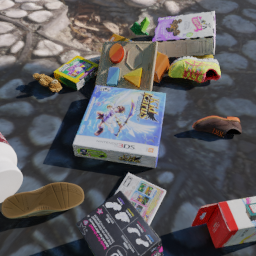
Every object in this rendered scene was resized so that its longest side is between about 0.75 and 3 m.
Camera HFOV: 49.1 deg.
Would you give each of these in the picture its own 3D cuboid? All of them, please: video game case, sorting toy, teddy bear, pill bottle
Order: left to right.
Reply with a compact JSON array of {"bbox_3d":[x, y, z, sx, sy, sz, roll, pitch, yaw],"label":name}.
[{"bbox_3d":[-3.948,0.677,7.392,1.522,1.522,2.694,-35,58,-26],"label":"pill bottle"},{"bbox_3d":[-2.870,-1.697,10.039,0.835,0.384,1.152,14,18,-49],"label":"teddy bear"},{"bbox_3d":[-0.148,-0.172,8.728,2.417,0.606,2.667,8,50,6],"label":"video game case"},{"bbox_3d":[-0.040,-2.655,9.993,2.152,0.429,2.912,4,76,18],"label":"sorting toy"},{"bbox_3d":[0.206,1.898,7.244,1.155,0.150,1.269,23,53,18],"label":"video game case"}]

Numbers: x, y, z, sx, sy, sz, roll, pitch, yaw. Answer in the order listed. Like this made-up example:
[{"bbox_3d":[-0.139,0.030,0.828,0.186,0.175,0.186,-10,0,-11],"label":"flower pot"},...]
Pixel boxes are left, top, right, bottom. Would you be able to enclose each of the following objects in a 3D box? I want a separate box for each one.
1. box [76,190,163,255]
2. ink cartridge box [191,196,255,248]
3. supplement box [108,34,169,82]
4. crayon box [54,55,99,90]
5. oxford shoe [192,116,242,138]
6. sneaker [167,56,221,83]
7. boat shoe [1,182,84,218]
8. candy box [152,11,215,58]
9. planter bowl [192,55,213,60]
[{"bbox_3d":[-0.100,2.337,5.646,1.083,1.888,1.248,-35,57,-16],"label":"box"},{"bbox_3d":[2.567,2.140,6.377,1.987,1.154,0.668,-8,50,-7],"label":"ink cartridge box"},{"bbox_3d":[0.290,-2.659,10.570,2.464,0.848,0.820,28,80,24],"label":"supplement box"},{"bbox_3d":[-1.906,-2.102,10.525,1.136,0.384,1.317,28,54,23],"label":"crayon box"},{"bbox_3d":[2.776,-0.013,8.656,1.520,0.541,0.551,-3,55,-3],"label":"oxford shoe"},{"bbox_3d":[2.465,-2.058,10.234,2.040,0.797,0.921,-6,52,-5],"label":"sneaker"},{"bbox_3d":[-2.077,1.822,6.942,1.948,0.633,0.703,-7,69,-27],"label":"boat shoe"},{"bbox_3d":[2.305,-3.767,11.333,2.348,0.840,1.970,0,48,18],"label":"candy box"},{"bbox_3d":[3.042,-3.064,11.359,0.909,0.378,0.909,0,49,0],"label":"planter bowl"}]
